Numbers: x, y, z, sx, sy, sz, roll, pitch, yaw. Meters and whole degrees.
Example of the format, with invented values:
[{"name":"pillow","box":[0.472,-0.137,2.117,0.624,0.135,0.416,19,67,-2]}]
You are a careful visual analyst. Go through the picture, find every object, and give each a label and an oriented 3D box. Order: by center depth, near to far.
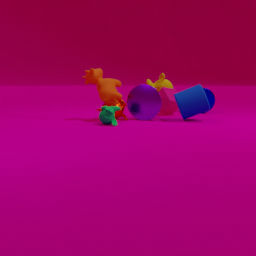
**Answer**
[{"name":"monkey head","box":[-0.600,-0.433,9.404,0.730,0.611,1.014,-12,25,-34]},{"name":"cow figurine","box":[-0.951,-1.523,10.167,1.395,0.778,1.417,13,47,-21]},{"name":"cylinder","box":[2.325,-0.946,10.240,1.016,1.016,1.016,-21,6,9]},{"name":"monkey head","box":[-0.474,-0.738,10.816,1.417,0.854,1.020,18,0,26]},{"name":"cone","box":[0.781,-1.014,10.894,1.323,1.323,1.328,3,8,18]},{"name":"cube","box":[1.698,-1.158,11.972,0.799,0.799,0.799,3,-39,-36]},{"name":"cylinder","box":[3.308,-1.325,12.895,1.123,1.123,1.123,0,13,1]},{"name":"monkey head","box":[1.545,-1.992,13.595,1.117,1.333,1.853,-27,-35,6]}]
